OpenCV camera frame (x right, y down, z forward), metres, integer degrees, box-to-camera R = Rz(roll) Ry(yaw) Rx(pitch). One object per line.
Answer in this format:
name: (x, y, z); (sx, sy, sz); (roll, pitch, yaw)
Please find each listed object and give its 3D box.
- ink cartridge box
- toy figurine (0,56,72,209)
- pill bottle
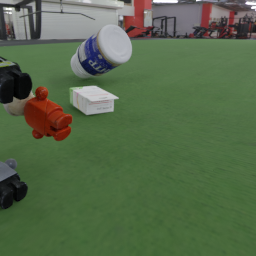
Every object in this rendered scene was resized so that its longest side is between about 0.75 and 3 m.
ink cartridge box: (-1.118, -0.880, 9.061); (1.001, 0.575, 1.709); (-10, 25, -30)
toy figurine: (-2.164, -0.014, 4.267); (1.480, 2.095, 2.128); (28, -10, 23)
pill bottle: (-1.367, -3.361, 12.969); (1.742, 1.742, 2.910); (-20, 3, -41)
